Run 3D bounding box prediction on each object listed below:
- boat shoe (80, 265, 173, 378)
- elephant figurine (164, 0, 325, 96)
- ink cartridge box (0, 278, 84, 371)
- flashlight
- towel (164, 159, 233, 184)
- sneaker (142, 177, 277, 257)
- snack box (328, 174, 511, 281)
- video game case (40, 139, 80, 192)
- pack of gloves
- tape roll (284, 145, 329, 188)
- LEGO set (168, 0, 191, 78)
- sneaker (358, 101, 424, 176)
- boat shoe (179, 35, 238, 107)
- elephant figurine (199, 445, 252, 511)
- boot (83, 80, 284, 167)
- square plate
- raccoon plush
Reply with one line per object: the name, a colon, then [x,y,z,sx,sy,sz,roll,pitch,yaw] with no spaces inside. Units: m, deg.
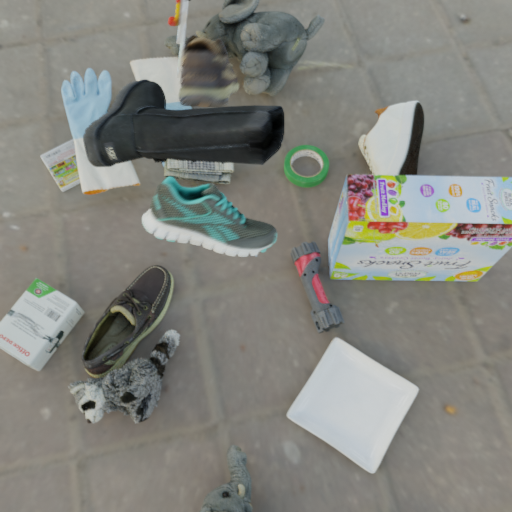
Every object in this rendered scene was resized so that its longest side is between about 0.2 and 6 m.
boat shoe: [-2.290,1.120,10.140,0.871,0.771,2.379,24,68,11]
elephant figurine: [-0.352,-4.939,12.477,2.126,1.939,2.740,-13,46,-41]
ink cartridge box: [-3.979,1.256,10.191,0.997,0.565,1.360,29,69,13]
flashlight: [1.170,0.566,10.540,0.570,0.568,1.677,-3,62,-39]
towel: [-1.185,-2.197,11.741,1.418,0.254,1.473,4,65,-11]
sneaker: [-0.539,-0.529,7.289,1.794,0.818,0.696,10,32,-14]
snack box: [2.866,-0.405,9.910,2.911,2.455,0.985,2,66,0]
video game case: [-3.856,-2.013,11.946,1.137,0.130,1.035,-31,69,-14]
pack of gloves: [-2.640,-2.806,12.207,2.748,0.645,3.271,-11,67,-18]
tape roll: [1.061,-1.898,11.836,0.940,0.226,0.940,0,65,0]
LEGO set: [-1.475,-5.218,10.448,0.781,3.182,2.377,6,73,-12]
sneaker: [2.655,-1.846,11.573,1.191,1.024,2.813,3,67,34]
boat shoe: [-0.802,-3.359,9.935,1.021,1.004,2.740,1,26,-4]
elephant figurine: [-0.444,4.239,8.582,1.995,1.548,1.411,44,114,28]
boot: [-0.861,-2.028,8.277,2.669,0.876,2.200,-1,41,19]
square plate: [1.682,2.566,9.769,1.721,0.245,1.705,31,69,13]
raccoon plush: [-2.305,2.096,9.863,1.318,0.951,1.966,11,39,19]
